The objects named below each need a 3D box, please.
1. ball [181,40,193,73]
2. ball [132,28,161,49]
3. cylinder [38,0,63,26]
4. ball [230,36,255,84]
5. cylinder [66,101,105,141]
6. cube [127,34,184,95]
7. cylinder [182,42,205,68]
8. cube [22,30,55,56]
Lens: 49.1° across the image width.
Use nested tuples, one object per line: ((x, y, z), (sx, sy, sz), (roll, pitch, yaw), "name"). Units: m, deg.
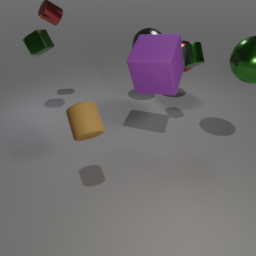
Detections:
((2.408, -3.189, 12.543), (1.400, 1.400, 1.400), (0, 30, 0), "ball")
((0.859, -3.432, 11.670), (1.400, 1.400, 1.400), (0, 30, 0), "ball")
((-2.964, -4.408, 10.719), (0.700, 0.700, 0.700), (19, 14, -39), "cylinder")
((3.789, -2.030, 8.384), (1.400, 1.400, 1.400), (0, 30, 0), "ball")
((-0.950, -0.143, 6.230), (0.700, 0.700, 0.700), (-17, -10, -3), "cylinder")
((0.951, -2.062, 9.112), (1.400, 1.400, 1.400), (6, 53, 22), "cube")
((2.228, -2.513, 9.646), (0.700, 0.700, 0.700), (-11, 0, 0), "cylinder")
((-3.278, -3.137, 10.308), (0.700, 0.700, 0.700), (-23, 13, 19), "cube")
